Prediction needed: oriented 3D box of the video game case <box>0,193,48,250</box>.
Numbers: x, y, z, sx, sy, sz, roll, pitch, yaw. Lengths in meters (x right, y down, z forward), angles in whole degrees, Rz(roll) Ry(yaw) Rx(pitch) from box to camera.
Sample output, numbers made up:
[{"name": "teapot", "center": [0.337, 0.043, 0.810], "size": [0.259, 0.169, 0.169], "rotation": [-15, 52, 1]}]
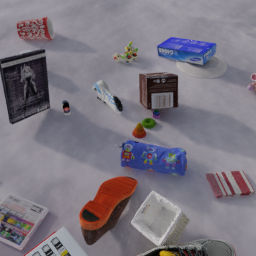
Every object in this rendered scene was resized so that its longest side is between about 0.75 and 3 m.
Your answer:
[{"name": "video game case", "center": [-3.221, 2.609, 7.984], "size": [1.408, 0.162, 1.283], "rotation": [17, 46, 16]}]

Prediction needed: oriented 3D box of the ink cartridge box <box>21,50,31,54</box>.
[{"name": "ink cartridge box", "center": [-4.648, -3.096, 13.492], "size": [0.507, 0.882, 1.215], "rotation": [-24, 48, -24]}]

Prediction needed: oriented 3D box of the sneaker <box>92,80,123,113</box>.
[{"name": "sneaker", "center": [-0.851, -1.240, 11.807], "size": [0.704, 0.698, 1.941], "rotation": [-44, 57, 10]}]

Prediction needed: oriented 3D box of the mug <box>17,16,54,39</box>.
[{"name": "mug", "center": [-5.317, -5.640, 16.269], "size": [1.798, 1.596, 1.199], "rotation": [-5, 80, 0]}]

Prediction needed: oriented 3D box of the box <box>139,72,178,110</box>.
[{"name": "box", "center": [1.181, -1.508, 11.136], "size": [1.274, 1.261, 1.535], "rotation": [-5, 16, -7]}]

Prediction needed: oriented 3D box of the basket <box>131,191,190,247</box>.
[{"name": "basket", "center": [0.870, 2.399, 7.211], "size": [1.055, 0.848, 1.045], "rotation": [26, 76, 44]}]

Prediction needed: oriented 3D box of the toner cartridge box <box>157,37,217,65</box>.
[{"name": "toner cartridge box", "center": [2.944, -3.972, 14.249], "size": [2.727, 0.589, 1.296], "rotation": [24, 52, 38]}]

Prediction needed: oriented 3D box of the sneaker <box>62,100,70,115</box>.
[{"name": "sneaker", "center": [-2.553, -0.952, 11.541], "size": [0.346, 0.390, 0.922], "rotation": [-15, 42, -13]}]

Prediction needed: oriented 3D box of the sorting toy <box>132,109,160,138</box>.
[{"name": "sorting toy", "center": [0.746, -0.292, 10.770], "size": [0.565, 0.561, 1.629], "rotation": [26, 50, 25]}]

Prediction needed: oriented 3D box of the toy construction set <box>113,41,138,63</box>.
[{"name": "toy construction set", "center": [-0.060, -3.852, 14.467], "size": [1.430, 0.659, 0.938], "rotation": [-37, 78, -23]}]

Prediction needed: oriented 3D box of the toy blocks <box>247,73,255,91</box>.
[{"name": "toy blocks", "center": [5.943, -2.031, 11.805], "size": [1.388, 1.649, 1.541], "rotation": [-27, 49, -34]}]

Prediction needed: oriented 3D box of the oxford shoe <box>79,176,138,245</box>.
[{"name": "oxford shoe", "center": [-0.518, 2.214, 7.974], "size": [0.913, 0.931, 2.566], "rotation": [15, 27, 27]}]

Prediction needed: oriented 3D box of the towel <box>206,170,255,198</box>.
[{"name": "towel", "center": [3.232, 1.764, 8.899], "size": [1.278, 0.145, 0.921], "rotation": [-4, 41, -7]}]

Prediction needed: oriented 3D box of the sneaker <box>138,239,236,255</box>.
[{"name": "sneaker", "center": [1.197, 3.246, 6.459], "size": [2.869, 1.179, 1.117], "rotation": [-12, 56, -11]}]

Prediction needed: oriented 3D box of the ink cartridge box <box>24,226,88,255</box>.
[{"name": "ink cartridge box", "center": [-2.163, 3.751, 5.963], "size": [2.998, 1.257, 2.632], "rotation": [-33, 52, -30]}]

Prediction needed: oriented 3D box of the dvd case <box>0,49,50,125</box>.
[{"name": "dvd case", "center": [-3.761, -1.545, 10.441], "size": [0.199, 2.486, 1.849], "rotation": [25, 38, 28]}]

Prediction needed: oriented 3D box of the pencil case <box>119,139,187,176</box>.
[{"name": "pencil case", "center": [0.828, 0.952, 9.179], "size": [2.232, 0.871, 0.969], "rotation": [9, 75, 8]}]

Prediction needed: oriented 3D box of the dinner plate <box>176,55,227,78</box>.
[{"name": "dinner plate", "center": [3.718, -3.326, 14.199], "size": [2.573, 0.312, 2.573], "rotation": [-1, 44, 1]}]
